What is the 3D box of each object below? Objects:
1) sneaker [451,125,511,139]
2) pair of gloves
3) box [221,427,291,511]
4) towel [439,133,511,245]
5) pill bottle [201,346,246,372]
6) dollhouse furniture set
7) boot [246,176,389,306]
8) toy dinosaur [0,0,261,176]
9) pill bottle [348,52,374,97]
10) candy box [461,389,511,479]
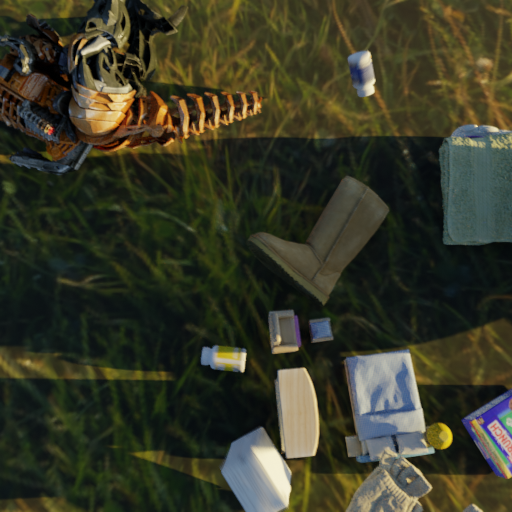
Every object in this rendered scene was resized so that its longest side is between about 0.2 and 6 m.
[{"bbox_3d":[4.739,-1.769,10.305,2.357,0.950,0.983,7,88,11],"label":"sneaker"},{"bbox_3d":[2.328,4.171,8.370,2.152,0.377,1.830,33,93,3],"label":"pair of gloves"},{"bbox_3d":[0.029,3.230,8.337,0.599,0.912,0.917,-31,93,10],"label":"box"},{"bbox_3d":[3.981,-1.153,9.868,1.441,0.354,1.942,-5,99,1],"label":"towel"},{"bbox_3d":[-0.543,1.707,9.342,0.709,0.394,0.394,6,73,1],"label":"pill bottle"},{"bbox_3d":[1.604,1.894,8.603,2.613,1.705,2.467,-5,73,-2],"label":"dollhouse furniture set"},{"bbox_3d":[1.077,-0.490,9.660,1.890,0.714,2.158,40,76,-24],"label":"boot"},{"bbox_3d":[-2.771,-3.171,10.188,5.424,2.770,3.681,11,87,-16],"label":"toy dinosaur"},{"bbox_3d":[1.978,-3.382,10.451,0.411,0.741,0.411,-14,32,9],"label":"pill bottle"},{"bbox_3d":[4.114,2.790,8.977,1.184,0.456,1.001,-29,76,-7],"label":"candy box"}]
